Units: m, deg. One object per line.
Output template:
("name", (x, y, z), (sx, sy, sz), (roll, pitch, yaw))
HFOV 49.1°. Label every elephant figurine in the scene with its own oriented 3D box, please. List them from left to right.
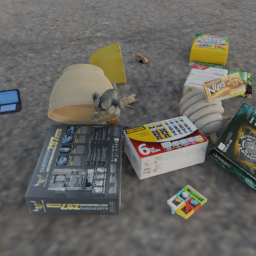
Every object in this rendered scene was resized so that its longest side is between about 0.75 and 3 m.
("elephant figurine", (-0.640, -0.639, 7.217), (0.976, 0.690, 0.757), (3, 50, 48))

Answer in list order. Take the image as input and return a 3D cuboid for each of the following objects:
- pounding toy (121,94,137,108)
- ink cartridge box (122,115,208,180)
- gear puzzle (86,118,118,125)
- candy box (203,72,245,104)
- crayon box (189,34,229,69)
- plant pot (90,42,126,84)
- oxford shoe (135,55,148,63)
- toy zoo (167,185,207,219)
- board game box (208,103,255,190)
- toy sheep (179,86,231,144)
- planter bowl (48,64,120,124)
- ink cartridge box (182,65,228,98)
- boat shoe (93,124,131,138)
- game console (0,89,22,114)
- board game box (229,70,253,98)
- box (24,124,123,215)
("pounding toy", (0.007, -1.002, 11.082), (0.475, 0.476, 0.830), (-5, 17, 42))
("ink cartridge box", (1.009, 0.408, 8.694), (2.142, 0.898, 1.880), (-13, 39, -16))
("gear puzzle", (-1.092, -0.337, 10.232), (1.462, 0.191, 0.757), (8, 38, 10))
("candy box", (2.947, -1.232, 8.661), (1.113, 0.308, 0.642), (-16, 68, 10))
("crayon box", (4.243, -4.041, 14.568), (1.782, 0.731, 2.834), (11, 40, 13))
("plant pot", (-0.936, -2.785, 12.519), (1.440, 1.407, 1.398), (-12, 38, 1))
("oxford shoe", (0.608, -3.514, 14.260), (0.300, 0.294, 0.823), (-34, 49, -30))
("toy zoo", (1.502, 1.959, 7.347), (1.003, 0.103, 0.658), (-29, 46, -32))
("board game box", (3.820, 0.505, 8.504), (1.910, 0.398, 2.824), (39, 49, 13))
("toy sheep", (2.537, -0.491, 9.455), (1.553, 1.553, 2.252), (-14, 60, -17))
("planter bowl", (-1.366, -1.064, 8.629), (2.140, 2.140, 1.440), (-3, 76, -4))
("ink cartridge box", (3.154, -1.729, 11.487), (1.468, 0.834, 2.015), (14, 40, 17))
("boat shoe", (-0.526, 0.072, 9.523), (1.457, 0.413, 0.500), (-3, 38, -3))
("game console", (-4.661, -1.015, 10.793), (0.984, 0.582, 0.840), (-10, 38, -11))
("board game box", (4.911, -1.973, 12.326), (1.057, 0.237, 2.018), (11, 39, 18))
("box", (-1.314, 1.017, 7.863), (2.291, 0.741, 2.906), (1, 38, -1))
